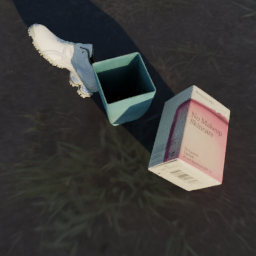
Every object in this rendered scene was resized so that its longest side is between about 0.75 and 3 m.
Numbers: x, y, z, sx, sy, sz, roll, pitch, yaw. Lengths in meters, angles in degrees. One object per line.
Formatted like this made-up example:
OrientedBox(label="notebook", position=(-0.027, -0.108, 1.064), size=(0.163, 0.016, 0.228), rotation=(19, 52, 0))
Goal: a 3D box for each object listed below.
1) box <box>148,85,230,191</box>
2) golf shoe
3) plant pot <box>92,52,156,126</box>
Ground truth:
OrientedBox(label="box", position=(1.641, 0.283, 7.315), size=(1.425, 1.215, 2.229), rotation=(30, 58, -19))
OrientedBox(label="golf shoe", position=(-1.640, -2.241, 8.339), size=(2.671, 1.299, 1.046), rotation=(44, 27, -17))
OrientedBox(label="plant pot", position=(-0.161, -0.916, 7.955), size=(1.310, 1.854, 1.311), rotation=(-17, 68, -10))
